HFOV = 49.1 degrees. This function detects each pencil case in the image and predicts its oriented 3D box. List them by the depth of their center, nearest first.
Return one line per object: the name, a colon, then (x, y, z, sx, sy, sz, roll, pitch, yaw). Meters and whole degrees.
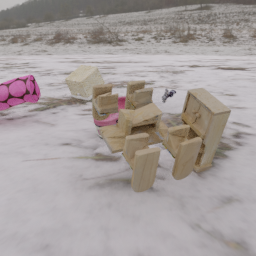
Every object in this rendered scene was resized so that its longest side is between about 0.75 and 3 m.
pencil case: (-3.878, -0.953, 8.950, 2.168, 1.015, 0.984, -15, 39, 7)

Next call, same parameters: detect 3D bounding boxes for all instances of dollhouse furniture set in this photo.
dollhouse furniture set: (0.594, 0.180, 5.259, 2.191, 1.426, 2.013, -11, 40, -22)

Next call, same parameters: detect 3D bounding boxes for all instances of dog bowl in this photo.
dog bowl: (-0.305, -0.339, 7.739, 1.460, 0.538, 1.460, -18, 32, 12)

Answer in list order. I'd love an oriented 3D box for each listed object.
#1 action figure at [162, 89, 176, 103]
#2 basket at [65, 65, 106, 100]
action figure: (1.479, -1.225, 10.582, 0.297, 0.558, 0.857, 36, 34, 21)
basket: (-1.922, -2.035, 12.481, 1.255, 1.019, 1.267, 16, 54, 40)
